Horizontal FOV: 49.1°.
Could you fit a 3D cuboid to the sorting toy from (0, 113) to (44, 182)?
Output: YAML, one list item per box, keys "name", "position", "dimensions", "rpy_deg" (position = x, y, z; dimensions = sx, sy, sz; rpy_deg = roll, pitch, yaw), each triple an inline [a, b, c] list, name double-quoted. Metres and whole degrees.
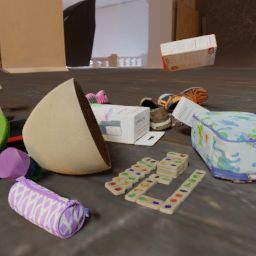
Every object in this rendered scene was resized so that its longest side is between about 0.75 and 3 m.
- name: "sorting toy"
  position: [-2.611, 0.257, 5.764]
  dimensions: [2.943, 1.020, 1.013]
  rpy_deg: [31, -6, 37]

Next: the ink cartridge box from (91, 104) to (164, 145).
- name: "ink cartridge box"
  position: [-0.227, -0.153, 7.848]
  dimensions: [2.316, 0.780, 1.356]
  rpy_deg: [6, 16, 20]

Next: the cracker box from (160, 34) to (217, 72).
- name: "cracker box"
  position: [1.991, -2.446, 9.316]
  dimensions: [1.730, 0.499, 1.159]
  rpy_deg: [-7, -17, 10]

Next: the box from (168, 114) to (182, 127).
- name: "box"
  position: [1.433, -0.255, 9.221]
  dimensions: [0.386, 0.289, 0.771]
  rpy_deg: [-6, 18, -20]

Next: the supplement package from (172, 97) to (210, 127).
- name: "supplement package"
  position: [1.820, -0.319, 7.525]
  dimensions: [1.069, 0.586, 0.608]
  rpy_deg: [28, 11, -6]

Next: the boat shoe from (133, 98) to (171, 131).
- name: "boat shoe"
  position: [0.710, -0.632, 9.233]
  dimensions: [0.824, 0.826, 2.232]
  rpy_deg: [-24, 22, -17]

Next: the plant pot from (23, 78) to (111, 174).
- name: "plant pot"
  position: [-1.236, 0.139, 5.388]
  dimensions: [1.245, 1.855, 1.855]
  rpy_deg: [-22, 16, 0]

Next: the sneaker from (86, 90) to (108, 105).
- name: "sneaker"
  position: [-1.570, -1.130, 12.113]
  dimensions: [0.837, 0.693, 1.754]
  rpy_deg: [-17, 5, 28]

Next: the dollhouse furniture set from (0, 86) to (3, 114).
- name: "dollhouse furniture set"
  position: [-5.485, -0.518, 10.017]
  dimensions: [2.008, 1.720, 2.111]
  rpy_deg: [-13, 54, -38]

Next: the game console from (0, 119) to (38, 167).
- name: "game console"
  position: [-2.854, 0.472, 6.424]
  dimensions: [2.937, 0.456, 2.598]
  rpy_deg: [-15, 27, -42]

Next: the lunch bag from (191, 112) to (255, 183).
- name: "lunch bag"
  position: [2.456, 0.279, 5.884]
  dimensions: [1.894, 0.971, 2.356]
  rpy_deg: [-2, 15, -3]

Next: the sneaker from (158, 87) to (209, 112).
- name: "sneaker"
  position: [2.453, -1.003, 11.213]
  dimensions: [2.279, 0.884, 1.277]
  rpy_deg: [-15, 23, -16]

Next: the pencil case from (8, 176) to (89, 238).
- name: "pencil case"
  position: [-1.138, 1.070, 3.849]
  dimensions: [1.204, 0.515, 0.505]
  rpy_deg: [9, 23, 34]

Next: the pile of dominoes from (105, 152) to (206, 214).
- name: "pile of dominoes"
  position: [0.525, 0.840, 5.132]
  dimensions: [1.412, 0.288, 1.812]
  rpy_deg: [9, 17, 31]
